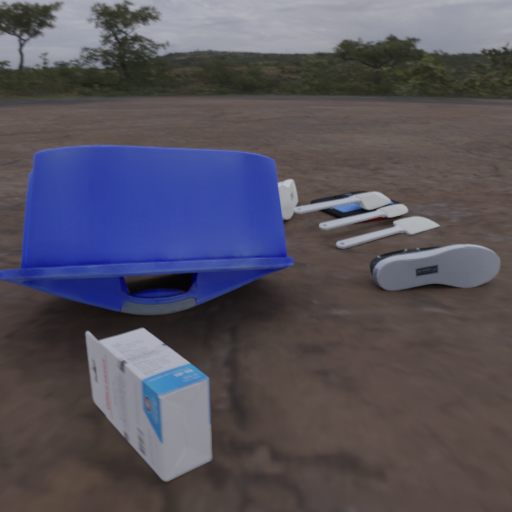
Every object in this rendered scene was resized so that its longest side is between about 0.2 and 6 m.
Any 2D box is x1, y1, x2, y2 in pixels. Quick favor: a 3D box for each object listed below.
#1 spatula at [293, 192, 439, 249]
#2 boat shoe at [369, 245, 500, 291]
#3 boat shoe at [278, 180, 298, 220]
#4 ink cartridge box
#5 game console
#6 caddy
[{"bbox_3d":[1.907,-0.684,10.021,2.367,0.190,1.646,-14,41,-33],"label":"spatula"},{"bbox_3d":[2.374,0.106,7.532,1.723,0.591,0.488,-4,19,-5],"label":"boat shoe"},{"bbox_3d":[0.351,-1.109,10.922,0.655,0.688,1.911,-11,20,16],"label":"boat shoe"},{"bbox_3d":[-0.889,1.082,4.489,0.431,0.748,1.291,-15,24,-35],"label":"ink cartridge box"},{"bbox_3d":[2.016,-0.996,11.154,1.357,0.238,1.534,-9,21,-24],"label":"game console"},{"bbox_3d":[-1.198,-0.188,6.636,3.378,1.773,2.388,-3,0,-24],"label":"caddy"}]
